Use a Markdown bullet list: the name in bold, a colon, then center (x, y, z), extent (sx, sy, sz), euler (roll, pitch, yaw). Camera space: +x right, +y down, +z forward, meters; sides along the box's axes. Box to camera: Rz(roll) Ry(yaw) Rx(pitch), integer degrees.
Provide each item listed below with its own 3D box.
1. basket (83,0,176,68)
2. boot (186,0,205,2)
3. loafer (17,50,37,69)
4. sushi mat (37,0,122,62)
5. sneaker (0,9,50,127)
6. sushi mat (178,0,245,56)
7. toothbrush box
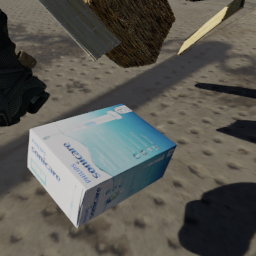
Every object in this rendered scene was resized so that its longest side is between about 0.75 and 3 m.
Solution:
- **basket**: center (-0.119, -2.947, 7.314), extent (1.663, 2.331, 1.736), euler (3, 61, 44)
- **boot**: center (1.867, -4.074, 7.626), extent (2.136, 0.739, 1.859), euler (9, 54, 33)
- **loafer**: center (-3.395, -1.564, 8.050), extent (0.685, 0.607, 1.801), euler (-7, 42, 40)
- **sushi mat**: center (-0.923, -1.992, 4.990), extent (1.717, 0.104, 0.821), euler (47, 56, -6)
- **sneaker**: center (-2.247, -1.097, 5.282), extent (1.398, 0.933, 2.441), euler (13, 57, -35)
- **sushi mat**: center (2.495, -3.100, 8.411), extent (0.149, 2.466, 1.180), euler (40, 56, -14)
- **toothbrush box**: center (-0.357, 0.403, 4.084), extent (1.270, 0.740, 1.735), euler (38, 38, 29)
